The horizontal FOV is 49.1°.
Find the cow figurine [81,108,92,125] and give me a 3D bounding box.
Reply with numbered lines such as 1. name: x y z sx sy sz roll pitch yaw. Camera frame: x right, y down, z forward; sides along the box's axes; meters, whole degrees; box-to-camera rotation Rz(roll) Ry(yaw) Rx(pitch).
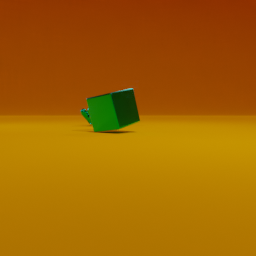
1. cow figurine: -0.988 -0.502 10.656 0.804 1.442 1.465 -8 37 37

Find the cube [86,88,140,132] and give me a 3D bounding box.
1. cube: -0.343 -0.423 6.650 0.830 0.830 0.830 -6 9 40
